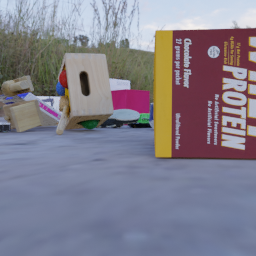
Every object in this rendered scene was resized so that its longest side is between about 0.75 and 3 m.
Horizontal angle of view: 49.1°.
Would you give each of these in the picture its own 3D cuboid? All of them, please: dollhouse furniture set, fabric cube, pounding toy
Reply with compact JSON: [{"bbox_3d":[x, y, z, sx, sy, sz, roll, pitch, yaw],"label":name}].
[{"bbox_3d":[-4.269,-0.741,8.376,1.875,2.188,2.301,-4,15,38],"label":"dollhouse furniture set"},{"bbox_3d":[-0.025,-1.066,14.698,1.747,1.775,1.781,-2,4,-42],"label":"fabric cube"},{"bbox_3d":[-1.567,-0.857,8.701,1.742,2.450,2.255,-5,-10,-21],"label":"pounding toy"}]

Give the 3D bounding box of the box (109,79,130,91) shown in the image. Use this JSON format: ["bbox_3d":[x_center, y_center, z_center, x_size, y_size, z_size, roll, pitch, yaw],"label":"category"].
[{"bbox_3d":[-1.332,-1.497,15.722,2.845,2.510,1.375,-3,4,-39],"label":"box"}]

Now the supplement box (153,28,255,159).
[{"bbox_3d":[1.585,-0.462,4.452,2.348,1.581,2.381,0,3,6],"label":"supplement box"}]

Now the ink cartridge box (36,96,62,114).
[{"bbox_3d":[-5.100,-1.164,17.733,2.252,1.630,0.950,0,3,-4],"label":"ink cartridge box"}]

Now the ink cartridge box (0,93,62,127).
[{"bbox_3d":[-3.694,-0.772,10.778,1.214,0.475,2.563,-3,-25,32],"label":"ink cartridge box"}]

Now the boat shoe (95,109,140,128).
[{"bbox_3d":[-0.503,-0.322,10.937,2.058,0.621,0.778,5,33,22],"label":"boat shoe"}]

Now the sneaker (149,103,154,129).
[{"bbox_3d":[1.738,-0.288,9.276,1.307,0.915,2.264,3,8,-29],"label":"sneaker"}]

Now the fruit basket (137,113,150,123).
[{"bbox_3d":[1.025,-0.332,13.496,1.308,0.613,1.212,15,-4,-27],"label":"fruit basket"}]

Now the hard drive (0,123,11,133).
[{"bbox_3d":[-4.381,-0.011,8.529,1.498,0.283,1.047,0,3,-21],"label":"hard drive"}]

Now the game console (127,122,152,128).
[{"bbox_3d":[0.471,-0.125,11.694,0.949,0.194,1.608,-1,4,-18],"label":"game console"}]
